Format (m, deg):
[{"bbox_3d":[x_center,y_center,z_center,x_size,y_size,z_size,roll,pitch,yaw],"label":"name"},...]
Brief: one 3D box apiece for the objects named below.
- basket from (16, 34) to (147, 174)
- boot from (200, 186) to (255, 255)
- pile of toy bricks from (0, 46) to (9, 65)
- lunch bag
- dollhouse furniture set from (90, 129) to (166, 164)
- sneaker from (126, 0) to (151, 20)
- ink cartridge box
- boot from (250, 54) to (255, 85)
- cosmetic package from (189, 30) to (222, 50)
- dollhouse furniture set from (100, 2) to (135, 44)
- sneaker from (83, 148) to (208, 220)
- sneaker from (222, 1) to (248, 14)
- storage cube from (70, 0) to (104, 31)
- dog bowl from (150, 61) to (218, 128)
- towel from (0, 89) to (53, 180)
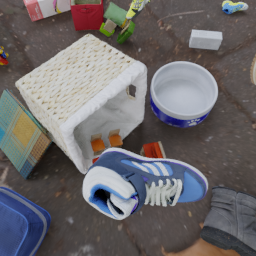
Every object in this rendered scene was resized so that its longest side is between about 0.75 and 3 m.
[{"bbox_3d":[-1.132,-0.701,8.011,2.769,2.744,2.227,-41,68,-20],"label":"basket"},{"bbox_3d":[3.286,2.597,7.381,2.503,0.873,1.648,25,62,9],"label":"boot"},{"bbox_3d":[-5.614,-3.128,10.131,1.297,1.458,2.628,-41,71,5],"label":"pile of toy bricks"},{"bbox_3d":[-3.240,2.448,7.105,2.226,1.473,1.512,27,83,14],"label":"lunch bag"},{"bbox_3d":[-0.021,0.949,7.948,1.942,1.011,1.963,-13,72,-14],"label":"dollhouse furniture set"},{"bbox_3d":[0.234,-2.967,6.532,0.376,0.984,0.371,28,46,-23],"label":"sneaker"},{"bbox_3d":[-3.023,-5.544,11.559,2.560,0.864,1.491,-21,64,-9],"label":"ink cartridge box"},{"bbox_3d":[3.587,-1.609,6.046,0.923,2.460,1.319,-39,65,-22],"label":"boot"},{"bbox_3d":[2.923,-3.333,10.585,1.108,0.562,0.395,7,62,3],"label":"cosmetic package"},{"bbox_3d":[-0.298,-4.223,10.671,1.068,0.818,1.631,28,59,-23],"label":"dollhouse furniture set"},{"bbox_3d":[0.352,1.270,5.303,2.437,0.982,1.784,17,24,3],"label":"sneaker"},{"bbox_3d":[4.373,-4.893,11.543,1.024,0.388,0.538,15,75,16],"label":"sneaker"},{"bbox_3d":[-1.553,-4.702,10.916,1.178,1.239,1.379,-3,62,-1],"label":"storage cube"},{"bbox_3d":[1.794,-1.116,9.278,2.135,0.841,2.135,0,62,0],"label":"dog bowl"},{"bbox_3d":[-3.325,0.181,8.434,2.305,0.250,1.690,44,113,18],"label":"towel"}]
